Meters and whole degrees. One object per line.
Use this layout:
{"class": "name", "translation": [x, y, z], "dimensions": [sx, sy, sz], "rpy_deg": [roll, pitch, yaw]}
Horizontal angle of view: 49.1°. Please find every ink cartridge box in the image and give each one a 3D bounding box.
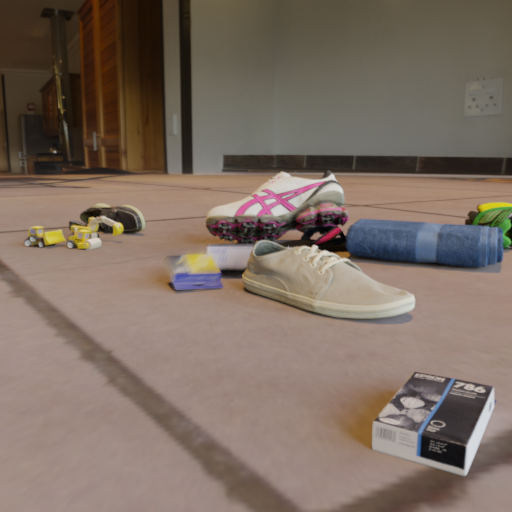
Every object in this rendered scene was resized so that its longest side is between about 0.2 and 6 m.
{"class": "ink cartridge box", "translation": [1.433, 1.198, 4.354], "dimensions": [0.664, 0.262, 1.335], "rpy_deg": [6, 11, 30]}
{"class": "ink cartridge box", "translation": [-0.966, 0.236, 8.671], "dimensions": [0.764, 0.182, 0.773], "rpy_deg": [-1, 29, -24]}
{"class": "ink cartridge box", "translation": [0.038, 0.055, 9.527], "dimensions": [1.685, 0.372, 0.792], "rpy_deg": [0, -4, 2]}

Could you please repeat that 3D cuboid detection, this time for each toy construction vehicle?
{"class": "toy construction vehicle", "translation": [-4.055, -0.544, 12.529], "dimensions": [1.680, 0.592, 1.463], "rpy_deg": [5, 12, 24]}

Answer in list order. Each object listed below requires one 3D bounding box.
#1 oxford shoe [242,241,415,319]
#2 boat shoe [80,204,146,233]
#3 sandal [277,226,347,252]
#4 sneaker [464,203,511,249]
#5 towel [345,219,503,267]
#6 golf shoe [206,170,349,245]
{"class": "oxford shoe", "translation": [0.864, 0.284, 7.732], "dimensions": [2.761, 0.797, 1.038], "rpy_deg": [13, 14, 43]}
{"class": "boat shoe", "translation": [-3.661, -0.883, 14.219], "dimensions": [2.120, 0.776, 0.687], "rpy_deg": [7, 26, 40]}
{"class": "sandal", "translation": [1.332, -0.366, 11.783], "dimensions": [2.259, 0.509, 0.848], "rpy_deg": [-6, 10, -28]}
{"class": "sneaker", "translation": [6.203, -0.619, 12.101], "dimensions": [3.047, 1.189, 1.298], "rpy_deg": [-11, 20, -9]}
{"class": "towel", "translation": [3.193, -0.227, 10.677], "dimensions": [2.815, 0.683, 1.572], "rpy_deg": [6, 13, 23]}
{"class": "golf shoe", "translation": [0.396, -1.093, 12.347], "dimensions": [3.096, 1.426, 1.124], "rpy_deg": [-8, -24, -6]}
